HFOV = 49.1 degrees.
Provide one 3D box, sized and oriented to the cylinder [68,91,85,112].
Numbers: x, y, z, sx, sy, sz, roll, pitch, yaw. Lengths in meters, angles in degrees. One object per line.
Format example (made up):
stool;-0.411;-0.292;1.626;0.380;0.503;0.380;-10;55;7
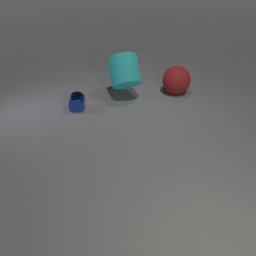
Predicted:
cylinder;-2.309;-1.179;12.662;0.700;0.700;0.700;-2;41;-2

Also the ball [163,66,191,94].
ball;2.438;-2.409;14.062;1.400;1.400;1.400;0;32;0

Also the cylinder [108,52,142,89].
cylinder;-0.158;-2.675;13.220;1.400;1.400;1.400;-10;-3;-1
